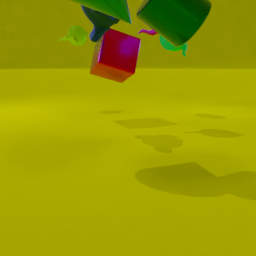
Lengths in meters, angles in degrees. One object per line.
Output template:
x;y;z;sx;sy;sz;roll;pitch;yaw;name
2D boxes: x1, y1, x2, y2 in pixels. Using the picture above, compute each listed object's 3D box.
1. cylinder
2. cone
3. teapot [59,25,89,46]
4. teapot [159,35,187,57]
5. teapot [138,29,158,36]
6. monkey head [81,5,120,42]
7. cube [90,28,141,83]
0.787;-2.078;4.894;0.941;0.941;0.941;32;5;-17;cylinder
-0.399;-2.617;5.503;1.526;1.520;1.520;40;-14;-36;cone
-2.243;-3.882;11.874;1.367;0.850;0.669;-25;19;-31;teapot
1.750;-3.466;10.889;1.820;1.132;0.891;47;52;11;teapot
0.986;-3.348;8.335;0.832;1.700;1.057;34;11;-19;teapot
-0.860;-3.153;7.597;1.162;1.387;1.928;33;16;-33;monkey head
-0.467;-2.480;9.751;1.293;1.293;1.293;13;-11;-19;cube
